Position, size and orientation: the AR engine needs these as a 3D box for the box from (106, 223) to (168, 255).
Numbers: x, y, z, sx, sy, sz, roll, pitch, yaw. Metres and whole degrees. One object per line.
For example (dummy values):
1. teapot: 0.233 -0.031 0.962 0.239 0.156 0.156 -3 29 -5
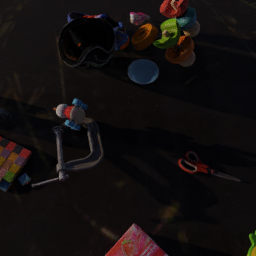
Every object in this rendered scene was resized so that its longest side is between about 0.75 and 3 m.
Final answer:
1. box: -0.261 4.188 7.671 1.379 1.321 2.766 40 70 18

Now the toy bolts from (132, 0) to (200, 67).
1. toy bolts: 1.886 -3.949 11.972 2.668 1.937 2.793 8 67 50

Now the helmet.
1. helmet: -1.506 -3.299 11.066 2.080 2.080 1.983 42 37 19

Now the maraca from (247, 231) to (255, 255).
1. maraca: 3.957 3.857 8.115 1.169 0.912 1.705 24 54 -11

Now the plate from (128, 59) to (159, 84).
1. plate: 0.633 -2.315 11.618 1.287 0.164 1.287 0 64 0

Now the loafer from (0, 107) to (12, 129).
1. loafer: -5.621 -0.729 10.370 2.699 0.947 0.916 17 64 8

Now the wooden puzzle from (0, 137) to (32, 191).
1. wooden puzzle: -4.490 1.170 9.839 2.651 0.186 1.572 23 66 11

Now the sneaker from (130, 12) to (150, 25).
1. sneaker: 0.508 -4.947 12.704 1.115 0.492 0.454 -14 40 -37

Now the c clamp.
1. c clamp: -2.034 0.658 9.685 2.341 0.371 2.741 -8 47 -2

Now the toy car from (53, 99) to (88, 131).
1. toy car: -2.169 -0.554 10.112 1.060 0.938 0.977 15 81 18

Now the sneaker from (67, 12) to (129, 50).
1. sneaker: -1.285 -4.499 12.150 2.997 1.175 1.129 22 64 11

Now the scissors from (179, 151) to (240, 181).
1. scissors: 2.788 1.541 9.708 2.112 0.147 0.772 32 65 14
